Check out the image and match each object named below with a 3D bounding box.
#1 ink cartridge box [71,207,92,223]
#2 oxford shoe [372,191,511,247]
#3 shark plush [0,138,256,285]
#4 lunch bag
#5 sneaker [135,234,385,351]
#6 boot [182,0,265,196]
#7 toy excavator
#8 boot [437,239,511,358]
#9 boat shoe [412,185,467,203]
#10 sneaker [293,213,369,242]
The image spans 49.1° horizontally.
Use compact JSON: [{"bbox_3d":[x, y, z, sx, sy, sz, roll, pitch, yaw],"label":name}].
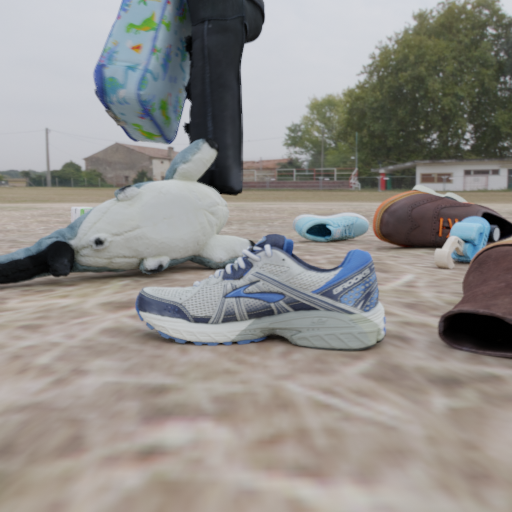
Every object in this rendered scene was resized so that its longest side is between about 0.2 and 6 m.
[{"bbox_3d":[-3.118,-0.502,10.486,0.466,0.807,1.109,-4,8,-29],"label":"ink cartridge box"},{"bbox_3d":[3.694,-0.665,10.892,3.114,1.108,1.129,-3,12,-26],"label":"oxford shoe"},{"bbox_3d":[-1.735,-0.040,7.759,1.745,1.903,4.189,-21,11,44],"label":"shark plush"},{"bbox_3d":[-1.839,-3.375,9.983,1.037,2.516,2.022,10,-14,14],"label":"lunch bag"},{"bbox_3d":[0.015,0.226,4.341,1.927,0.821,0.742,0,7,7],"label":"sneaker"},{"bbox_3d":[-0.516,-2.977,10.235,1.248,3.801,3.133,-4,2,15],"label":"boot"},{"bbox_3d":[3.104,-0.184,8.460,0.564,1.098,1.129,8,-18,46],"label":"toy excavator"},{"bbox_3d":[2.724,0.401,4.164,2.344,0.848,1.950,6,21,32],"label":"boot"},{"bbox_3d":[4.610,-0.932,14.242,1.147,1.219,3.394,-38,18,-1],"label":"boat shoe"},{"bbox_3d":[1.698,-0.531,12.168,1.734,0.641,0.711,-3,26,-10],"label":"sneaker"}]
